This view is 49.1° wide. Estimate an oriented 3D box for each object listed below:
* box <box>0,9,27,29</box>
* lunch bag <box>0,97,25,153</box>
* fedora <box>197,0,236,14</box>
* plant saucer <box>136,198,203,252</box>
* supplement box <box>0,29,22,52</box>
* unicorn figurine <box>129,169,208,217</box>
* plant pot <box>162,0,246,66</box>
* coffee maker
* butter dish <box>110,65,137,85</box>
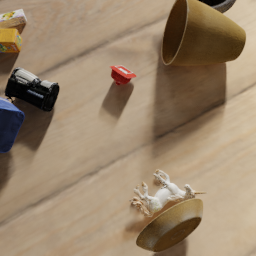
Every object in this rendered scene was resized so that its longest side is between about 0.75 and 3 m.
[{"bbox_3d":[-4.794,-3.990,10.541,1.878,0.389,0.363,-19,70,-6],"label":"box"},{"bbox_3d":[-4.044,-0.090,8.414,1.106,1.135,1.671,35,101,35],"label":"lunch bag"},{"bbox_3d":[2.731,-5.225,10.498,2.586,1.320,2.924,-18,79,-4],"label":"fedora"},{"bbox_3d":[1.169,2.574,7.117,2.033,2.033,0.360,-27,52,-10],"label":"plant saucer"},{"bbox_3d":[-4.863,-3.135,10.082,1.886,0.628,0.649,-2,69,0],"label":"supplement box"},{"bbox_3d":[1.084,1.880,8.190,1.922,0.710,1.320,-38,83,2],"label":"unicorn figurine"},{"bbox_3d":[2.601,-3.003,9.421,2.367,2.206,2.206,9,68,-12],"label":"plant pot"},{"bbox_3d":[-3.141,-1.080,9.202,1.463,0.985,1.405,25,115,9],"label":"coffee maker"},{"bbox_3d":[-0.246,-1.744,9.600,0.809,0.807,0.598,36,117,15],"label":"butter dish"}]
